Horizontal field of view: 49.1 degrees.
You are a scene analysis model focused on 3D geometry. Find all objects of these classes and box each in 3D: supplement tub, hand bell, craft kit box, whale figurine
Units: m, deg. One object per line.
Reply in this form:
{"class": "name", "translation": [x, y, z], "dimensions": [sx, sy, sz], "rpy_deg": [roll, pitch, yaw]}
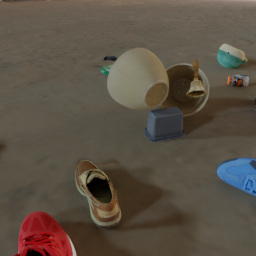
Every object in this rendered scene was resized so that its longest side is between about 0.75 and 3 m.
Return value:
{"class": "supplement tub", "translation": [5.028, -2.164, 12.812], "dimensions": [0.836, 0.512, 0.512], "rpy_deg": [5, 32, 10]}
{"class": "hand bell", "translation": [2.207, -1.667, 9.105], "dimensions": [0.653, 0.653, 1.255], "rpy_deg": [0, 75, 1]}
{"class": "craft kit box", "translation": [-0.423, -2.903, 14.211], "dimensions": [1.383, 0.340, 1.401], "rpy_deg": [-21, 38, -35]}
{"class": "whale figurine", "translation": [5.576, -3.777, 15.152], "dimensions": [1.668, 1.088, 2.097], "rpy_deg": [34, 21, 22]}

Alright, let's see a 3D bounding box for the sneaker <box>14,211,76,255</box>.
{"class": "sneaker", "translation": [-1.415, 2.129, 4.836], "dimensions": [1.098, 1.619, 2.802], "rpy_deg": [-15, 35, -23]}

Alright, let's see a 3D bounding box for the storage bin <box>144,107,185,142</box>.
{"class": "storage bin", "translation": [1.223, -0.203, 9.325], "dimensions": [1.291, 0.867, 0.940], "rpy_deg": [-9, 33, -16]}

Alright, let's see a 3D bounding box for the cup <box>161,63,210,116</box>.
{"class": "cup", "translation": [2.112, -1.450, 10.698], "dimensions": [1.894, 1.894, 1.354], "rpy_deg": [8, 10, 13]}

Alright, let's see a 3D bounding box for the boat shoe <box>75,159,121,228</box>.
{"class": "boat shoe", "translation": [-0.742, 1.378, 6.820], "dimensions": [0.826, 0.806, 2.182], "rpy_deg": [-15, 35, -22]}

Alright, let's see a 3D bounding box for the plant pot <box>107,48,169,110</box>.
{"class": "plant pot", "translation": [0.534, -1.373, 9.020], "dimensions": [2.019, 2.019, 1.356], "rpy_deg": [-18, 42, -27]}

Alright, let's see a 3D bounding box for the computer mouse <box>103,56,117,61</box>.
{"class": "computer mouse", "translation": [-0.996, -4.031, 16.094], "dimensions": [0.839, 0.221, 0.581], "rpy_deg": [11, 33, 18]}

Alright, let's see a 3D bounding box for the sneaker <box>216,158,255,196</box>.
{"class": "sneaker", "translation": [3.368, 1.401, 6.777], "dimensions": [2.434, 0.802, 0.954], "rpy_deg": [14, 32, 20]}
